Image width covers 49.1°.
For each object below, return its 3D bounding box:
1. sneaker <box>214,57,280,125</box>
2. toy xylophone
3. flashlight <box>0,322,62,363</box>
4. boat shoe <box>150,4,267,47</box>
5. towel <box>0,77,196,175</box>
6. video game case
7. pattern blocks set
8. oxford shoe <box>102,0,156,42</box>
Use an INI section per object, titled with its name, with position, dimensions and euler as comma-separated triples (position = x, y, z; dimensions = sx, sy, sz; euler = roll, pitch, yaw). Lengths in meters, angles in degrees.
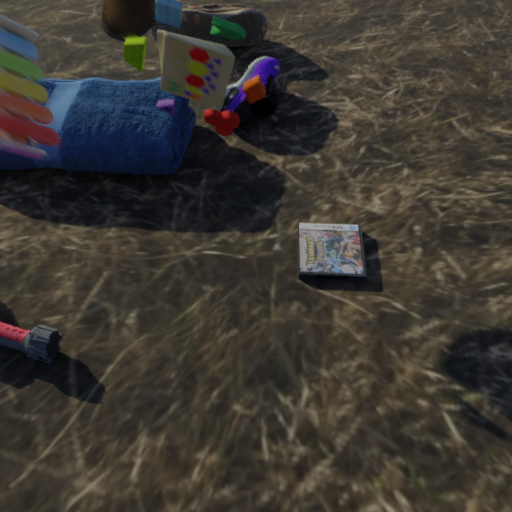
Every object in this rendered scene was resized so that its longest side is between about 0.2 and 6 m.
[sneaker]
position = 0.115, -3.898, 13.582
dimensions = 1.217, 0.850, 2.446
euler = 28, 56, 17
[toy xylophone]
position = -3.198, -2.084, 6.959
dimensions = 0.456, 1.817, 1.330
euler = -13, -3, 31
[flashlight]
position = -3.885, 1.147, 8.791
dimensions = 1.680, 0.569, 0.571
euler = 12, 52, 13
[boat shoe]
position = -1.384, -6.493, 15.858
dimensions = 3.295, 1.248, 1.183
euler = -6, 41, -16
[towel]
position = -3.928, -2.948, 12.320
dimensions = 4.912, 1.192, 2.742
euler = 3, 47, 3
[video game case]
position = 1.367, -0.095, 10.267
dimensions = 1.202, 0.170, 1.330
euler = 2, 46, 2
[pattern blocks set]
position = -0.925, -2.792, 8.485
dimensions = 2.179, 2.479, 0.201
euler = 19, 68, -14
[oxford shoe]
position = -2.167, -5.340, 10.408
dimensions = 1.067, 1.239, 2.935
euler = 16, 71, -5
